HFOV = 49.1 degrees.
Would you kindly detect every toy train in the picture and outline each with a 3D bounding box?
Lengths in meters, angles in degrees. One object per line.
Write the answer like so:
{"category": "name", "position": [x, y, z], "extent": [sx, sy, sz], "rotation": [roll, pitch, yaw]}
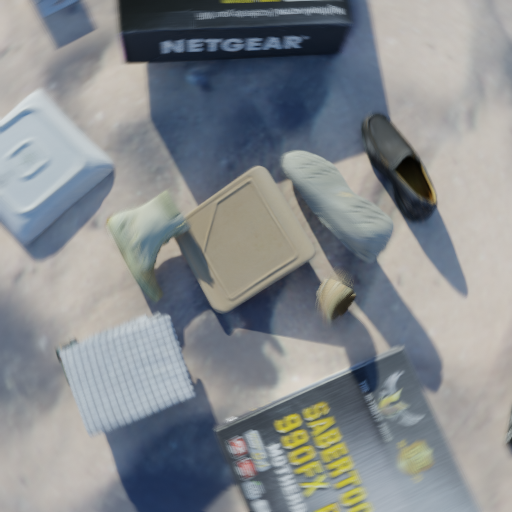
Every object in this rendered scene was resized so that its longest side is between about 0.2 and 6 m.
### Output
{"category": "toy train", "position": [-2.975, 1.760, 9.172], "extent": [0.448, 0.335, 0.786], "rotation": [-23, 81, 8]}

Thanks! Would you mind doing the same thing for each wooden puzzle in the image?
{"category": "wooden puzzle", "position": [-0.240, -0.262, 9.397], "extent": [1.954, 0.364, 1.807], "rotation": [-32, 80, 10]}

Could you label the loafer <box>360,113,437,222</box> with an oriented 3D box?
{"category": "loafer", "position": [2.516, -1.629, 9.619], "extent": [0.765, 0.759, 2.101], "rotation": [-28, 80, -10]}

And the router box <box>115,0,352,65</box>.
{"category": "router box", "position": [-0.519, -5.110, 10.046], "extent": [4.038, 1.031, 3.012], "rotation": [-5, 78, -7]}

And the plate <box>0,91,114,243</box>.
{"category": "plate", "position": [-3.962, -1.634, 9.793], "extent": [2.104, 0.340, 2.099], "rotation": [-44, 85, -10]}

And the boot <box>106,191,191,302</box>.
{"category": "boot", "position": [-1.600, -0.162, 9.278], "extent": [1.223, 0.570, 1.582], "rotation": [-28, 93, -8]}

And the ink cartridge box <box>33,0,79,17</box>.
{"category": "ink cartridge box", "position": [-4.042, -5.429, 10.556], "extent": [0.904, 0.521, 1.561], "rotation": [-30, 80, -6]}

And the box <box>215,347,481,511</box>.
{"category": "box", "position": [1.569, 3.809, 8.386], "extent": [3.150, 0.961, 3.977], "rotation": [-22, 79, -4]}

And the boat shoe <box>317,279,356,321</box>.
{"category": "boat shoe", "position": [1.170, 0.642, 8.689], "extent": [0.505, 1.565, 0.558], "rotation": [38, 92, 16]}

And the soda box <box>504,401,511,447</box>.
{"category": "soda box", "position": [4.709, 1.909, 8.884], "extent": [0.877, 0.785, 2.477], "rotation": [15, 79, 3]}

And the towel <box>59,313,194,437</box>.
{"category": "towel", "position": [-1.992, 1.825, 8.789], "extent": [1.757, 0.752, 1.455], "rotation": [-20, 79, -14]}

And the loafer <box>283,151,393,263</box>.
{"category": "loafer", "position": [1.235, -0.859, 9.346], "extent": [0.853, 0.851, 2.438], "rotation": [-19, 53, -30]}
